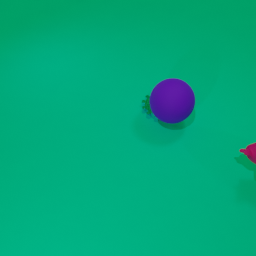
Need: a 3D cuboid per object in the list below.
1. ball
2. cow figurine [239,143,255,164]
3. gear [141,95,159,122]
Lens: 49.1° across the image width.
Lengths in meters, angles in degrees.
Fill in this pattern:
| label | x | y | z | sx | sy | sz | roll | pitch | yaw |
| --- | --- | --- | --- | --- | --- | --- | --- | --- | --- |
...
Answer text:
| label | x | y | z | sx | sy | sz | roll | pitch | yaw |
| --- | --- | --- | --- | --- | --- | --- | --- | --- | --- |
| ball | 1.290 | -0.790 | 8.191 | 1.319 | 1.319 | 1.319 | 0 | 50 | 0 |
| cow figurine | 3.399 | 1.032 | 6.580 | 1.515 | 0.845 | 1.540 | 3 | 83 | 41 |
| gear | 1.048 | -0.709 | 9.305 | 1.201 | 0.222 | 1.201 | 0 | 50 | 0 |
